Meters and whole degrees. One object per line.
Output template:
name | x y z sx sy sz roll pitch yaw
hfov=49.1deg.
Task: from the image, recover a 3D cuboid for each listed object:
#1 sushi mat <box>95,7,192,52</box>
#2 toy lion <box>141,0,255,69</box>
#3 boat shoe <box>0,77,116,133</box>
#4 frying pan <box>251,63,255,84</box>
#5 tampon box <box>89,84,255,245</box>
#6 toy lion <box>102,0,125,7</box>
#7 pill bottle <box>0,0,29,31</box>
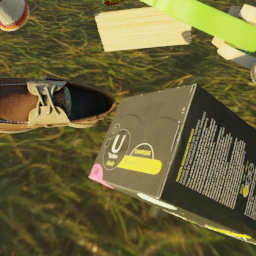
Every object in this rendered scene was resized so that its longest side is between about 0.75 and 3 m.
sushi mat | 0.450 -2.849 8.082 2.728 1.305 0.165 -2 55 13
toy lion | 1.332 -2.364 5.721 2.694 0.965 2.810 25 26 1
boat shoe | -1.418 -0.490 5.064 2.769 1.048 0.994 -6 -3 -40
frying pan | 3.465 -1.595 6.672 0.913 0.246 1.509 9 72 20
tampon box | 0.814 0.530 3.731 1.496 1.996 1.260 -3 62 57
toy lion | -0.059 -3.800 7.779 1.287 0.461 1.343 -20 5 43
pill bottle | -2.796 -2.811 5.864 0.884 1.613 0.884 -1 81 4
